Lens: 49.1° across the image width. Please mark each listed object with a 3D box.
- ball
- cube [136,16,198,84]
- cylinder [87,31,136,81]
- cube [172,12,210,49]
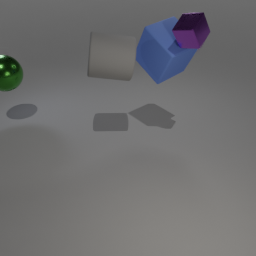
[{"bbox_3d":[-4.802,-2.119,10.860,1.400,1.400,1.400,0,31,0],"label":"ball"},{"bbox_3d":[1.278,-2.624,9.494,1.400,1.400,1.400,-30,73,-29],"label":"cube"},{"bbox_3d":[-0.546,-2.264,8.921,1.400,1.400,1.400,4,31,-9],"label":"cylinder"},{"bbox_3d":[1.806,-2.763,7.980,0.700,0.700,0.700,17,67,41],"label":"cube"}]
